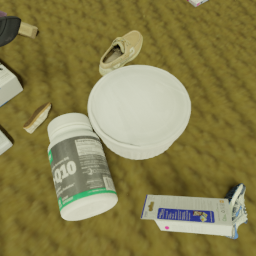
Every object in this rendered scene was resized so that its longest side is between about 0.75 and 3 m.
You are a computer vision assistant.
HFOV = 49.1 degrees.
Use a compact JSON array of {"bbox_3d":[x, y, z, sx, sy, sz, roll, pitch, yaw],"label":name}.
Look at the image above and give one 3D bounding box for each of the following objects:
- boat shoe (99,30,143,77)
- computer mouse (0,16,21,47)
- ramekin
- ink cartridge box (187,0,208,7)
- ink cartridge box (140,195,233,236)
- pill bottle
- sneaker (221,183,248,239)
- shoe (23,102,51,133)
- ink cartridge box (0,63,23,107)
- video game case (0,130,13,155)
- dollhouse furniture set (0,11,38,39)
[{"bbox_3d":[-0.208,-2.756,9.838,0.845,0.761,2.343,30,65,16],"label":"boat shoe"},{"bbox_3d":[-3.253,-2.105,6.838,2.075,1.457,0.478,-15,100,17],"label":"computer mouse"},{"bbox_3d":[0.297,-0.373,8.176,2.831,1.318,2.831,0,61,-1],"label":"ramekin"},{"bbox_3d":[2.998,-5.461,11.692,0.980,0.206,0.585,-34,66,-14],"label":"ink cartridge box"},{"bbox_3d":[1.145,1.691,5.549,1.688,0.313,0.799,2,23,12],"label":"ink cartridge box"},{"bbox_3d":[-1.286,0.963,7.361,1.431,1.431,2.531,-16,61,-9],"label":"pill bottle"},{"bbox_3d":[2.790,2.162,7.265,0.634,0.574,1.489,29,72,4],"label":"sneaker"},{"bbox_3d":[-2.796,-0.334,8.773,0.416,0.318,1.190,5,50,41],"label":"shoe"},{"bbox_3d":[-4.614,-1.554,9.158,1.820,0.767,1.329,37,67,19],"label":"ink cartridge box"},{"bbox_3d":[-5.416,0.556,8.217,2.716,0.353,2.984,40,69,20],"label":"video game case"},{"bbox_3d":[-4.347,-3.640,10.722,1.594,1.263,1.131,17,17,-15],"label":"dollhouse furniture set"}]
